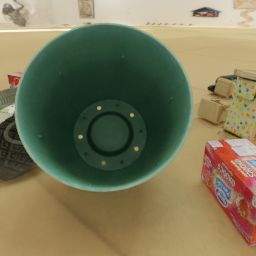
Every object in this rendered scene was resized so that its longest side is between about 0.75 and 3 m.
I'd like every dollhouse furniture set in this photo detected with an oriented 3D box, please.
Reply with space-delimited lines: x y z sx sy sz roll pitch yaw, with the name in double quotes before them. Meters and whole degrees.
"dollhouse furniture set" 2.785 -1.260 7.152 1.527 2.747 2.430 -3 22 -29

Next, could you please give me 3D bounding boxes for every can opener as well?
"can opener" 4.405 -1.731 10.767 2.650 0.840 1.042 -8 25 -17

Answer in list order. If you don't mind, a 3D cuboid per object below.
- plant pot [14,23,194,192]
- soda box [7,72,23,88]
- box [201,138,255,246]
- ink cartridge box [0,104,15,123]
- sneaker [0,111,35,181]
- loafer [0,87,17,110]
"plant pot" -0.349 -0.143 5.058 2.606 2.606 2.091 0 -15 -1
"soda box" -3.940 -1.792 11.134 1.846 0.646 0.585 14 28 29
"box" 2.032 0.950 4.721 0.906 0.868 1.817 -4 24 -9
"ink cartridge box" -3.219 -0.443 8.384 0.742 0.428 1.015 8 25 16
"sneaker" -2.349 0.080 6.545 1.103 1.318 2.904 25 42 -15
"loafer" -3.446 -0.945 9.344 2.121 0.739 0.798 -20 55 -17
